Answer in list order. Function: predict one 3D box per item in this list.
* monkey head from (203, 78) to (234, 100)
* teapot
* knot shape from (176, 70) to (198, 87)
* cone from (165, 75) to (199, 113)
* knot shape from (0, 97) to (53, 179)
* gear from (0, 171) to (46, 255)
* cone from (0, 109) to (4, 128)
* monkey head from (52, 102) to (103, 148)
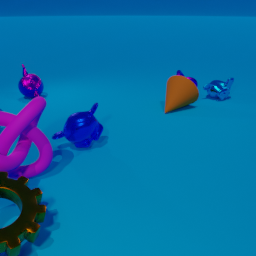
[{"bbox_3d":[3.488,-1.590,10.624,1.377,0.991,0.830,-13,44,-44],"label":"monkey head"},{"bbox_3d":[-3.708,-1.704,10.666,0.939,1.510,0.739,-25,-11,-27],"label":"teapot"},{"bbox_3d":[2.256,-1.706,11.037,1.025,1.095,0.506,17,-19,-15],"label":"knot shape"},{"bbox_3d":[1.564,-0.918,9.527,1.246,1.246,1.251,18,55,34],"label":"cone"},{"bbox_3d":[-2.149,0.219,5.206,0.803,1.738,1.626,14,7,26],"label":"knot shape"},{"bbox_3d":[-1.902,1.209,4.005,1.368,0.253,1.368,14,34,-10],"label":"gear"},{"bbox_3d":[-3.740,0.048,7.569,0.925,0.925,0.929,-11,51,-24],"label":"cone"},{"bbox_3d":[-1.172,-0.065,7.047,1.435,0.865,1.033,-36,30,7],"label":"monkey head"}]
